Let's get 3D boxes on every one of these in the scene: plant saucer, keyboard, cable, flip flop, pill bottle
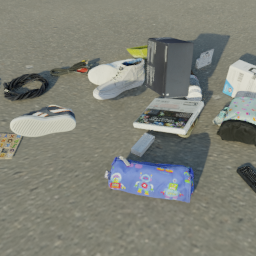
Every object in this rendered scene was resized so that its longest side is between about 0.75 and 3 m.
[{"bbox_3d":[1.395,-4.385,15.906,2.400,0.575,2.397,-13,20,-14],"label":"plant saucer"},{"bbox_3d":[4.541,1.828,9.604,0.822,0.313,1.580,-17,45,-18],"label":"keyboard"},{"bbox_3d":[-4.981,-2.015,13.729,2.171,0.551,1.771,-13,43,-15],"label":"cable"},{"bbox_3d":[2.508,-0.262,11.790,0.709,0.503,1.748,17,45,18],"label":"flip flop"},{"bbox_3d":[3.037,-1.832,13.326,0.801,0.801,1.407,0,42,0],"label":"pill bottle"},{"bbox_3d":[-2.980,-3.025,15.112,2.303,0.580,1.118,-22,60,-6],"label":"cable"}]

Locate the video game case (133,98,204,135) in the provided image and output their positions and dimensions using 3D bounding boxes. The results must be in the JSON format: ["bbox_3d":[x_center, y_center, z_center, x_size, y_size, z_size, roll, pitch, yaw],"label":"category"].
[{"bbox_3d":[1.725,-0.567,11.873,2.351,0.275,2.137,9,40,33],"label":"video game case"}]

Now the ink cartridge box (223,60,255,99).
[{"bbox_3d":[5.860,-1.853,12.802,0.894,1.529,2.636,-32,51,-30],"label":"ink cartridge box"}]

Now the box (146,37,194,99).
[{"bbox_3d":[1.561,-2.404,10.991,1.063,2.041,1.859,-7,26,-17],"label":"box"}]

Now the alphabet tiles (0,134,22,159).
[{"bbox_3d":[-5.142,0.685,11.067,1.597,0.060,1.335,2,42,2],"label":"alphabet tiles"}]

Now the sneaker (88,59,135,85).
[{"bbox_3d":[-0.825,-2.990,14.677,2.819,1.061,1.247,-18,28,-19],"label":"sneaker"}]

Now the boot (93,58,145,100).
[{"bbox_3d":[-0.429,-2.494,13.614,2.934,1.402,1.079,-27,48,-27],"label":"boot"}]

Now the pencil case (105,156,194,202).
[{"bbox_3d":[0.734,1.612,9.151,2.847,1.236,1.111,8,30,8],"label":"pencil case"}]

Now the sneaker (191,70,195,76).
[{"bbox_3d":[2.801,-3.184,14.786,0.821,0.881,2.331,-19,45,-20],"label":"sneaker"}]

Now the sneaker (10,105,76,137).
[{"bbox_3d":[-2.707,-0.246,9.056,1.995,0.783,0.792,-4,40,-10],"label":"sneaker"}]

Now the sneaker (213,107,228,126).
[{"bbox_3d":[4.031,-0.534,12.109,0.436,0.485,1.124,27,49,27],"label":"sneaker"}]

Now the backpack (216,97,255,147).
[{"bbox_3d":[4.638,-0.329,11.303,1.673,1.269,2.005,16,43,20],"label":"backpack"}]

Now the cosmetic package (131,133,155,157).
[{"bbox_3d":[0.593,0.648,10.945,0.440,0.270,1.066,24,47,25],"label":"cosmetic package"}]

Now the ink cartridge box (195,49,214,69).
[{"bbox_3d":[4.247,-3.877,15.527,1.057,0.931,0.236,-25,47,-26],"label":"ink cartridge box"}]
